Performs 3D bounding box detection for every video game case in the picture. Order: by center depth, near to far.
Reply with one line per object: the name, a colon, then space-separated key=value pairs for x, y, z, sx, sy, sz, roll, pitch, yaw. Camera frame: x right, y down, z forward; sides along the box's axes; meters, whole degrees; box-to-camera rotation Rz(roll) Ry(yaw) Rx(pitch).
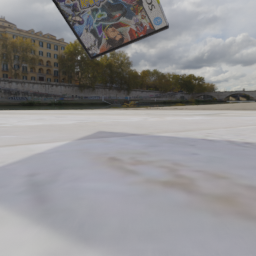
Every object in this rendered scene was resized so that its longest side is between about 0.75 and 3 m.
video game case: x=-0.547 y=-3.554 z=8.244 sx=2.815 sy=2.544 sz=0.359 roll=-16 pitch=42 yaw=21
